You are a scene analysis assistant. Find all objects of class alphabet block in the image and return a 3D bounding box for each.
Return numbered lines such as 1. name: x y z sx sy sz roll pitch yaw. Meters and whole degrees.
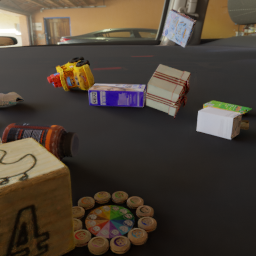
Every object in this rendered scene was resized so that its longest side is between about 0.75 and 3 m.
1. alphabet block: -2.083 1.350 4.759 1.743 1.712 1.703 -16 27 -36

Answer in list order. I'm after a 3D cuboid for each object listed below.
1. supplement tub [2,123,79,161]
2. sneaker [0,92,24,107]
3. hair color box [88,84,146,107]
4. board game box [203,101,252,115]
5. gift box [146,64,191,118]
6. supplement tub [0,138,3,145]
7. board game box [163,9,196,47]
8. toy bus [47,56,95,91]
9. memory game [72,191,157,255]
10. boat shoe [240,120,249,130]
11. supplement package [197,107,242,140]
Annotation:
1. supplement tub: -2.468 0.427 8.068 2.000 1.069 1.069 3 21 9
2. sneaker: -5.729 -1.294 13.342 0.760 0.646 1.717 25 29 17
3. hair color box: -0.482 -1.640 13.817 2.646 0.858 1.446 1 21 7
4. board game box: 4.474 -0.883 12.636 1.903 0.285 0.909 16 27 42
5. gift box: 1.055 -0.895 7.272 0.980 0.969 1.050 21 62 14
6. supplement tub: -4.091 0.776 6.879 1.798 1.262 1.262 -16 26 -36
7. board game box: 2.258 -4.440 12.475 1.247 1.250 0.257 36 51 17
8. toy bus: -3.354 -2.937 16.324 2.460 1.739 2.562 -22 30 -17
9. memory game: -0.370 1.831 5.713 1.893 0.121 1.893 0 21 0
10. boat shoe: 3.946 -0.089 10.417 0.397 0.356 1.074 -21 15 -41
11. supplement package: 3.276 -0.208 10.106 1.320 0.800 0.790 18 27 38
